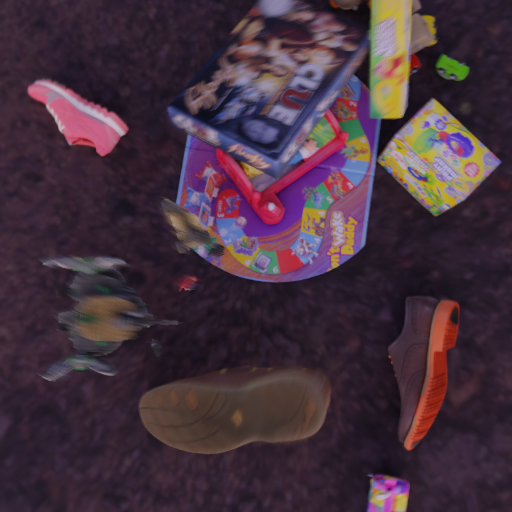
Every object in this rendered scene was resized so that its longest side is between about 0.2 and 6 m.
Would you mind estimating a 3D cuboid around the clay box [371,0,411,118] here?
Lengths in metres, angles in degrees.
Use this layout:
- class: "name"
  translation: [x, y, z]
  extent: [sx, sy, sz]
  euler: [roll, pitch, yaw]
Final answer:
- class: "clay box"
  translation: [2.318, -3.720, 9.570]
  extent: [0.592, 1.428, 2.486]
  euler: [3, 112, 17]

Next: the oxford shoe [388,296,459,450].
- class: "oxford shoe"
  translation: [2.860, 2.058, 10.050]
  extent: [0.987, 0.968, 2.720]
  euler: [14, 90, 35]

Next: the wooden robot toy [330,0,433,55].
- class: "wooden robot toy"
  translation: [2.152, -5.135, 10.784]
  extent: [1.383, 1.343, 3.048]
  euler: [-27, 95, 34]

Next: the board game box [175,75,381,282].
- class: "board game box"
  translation: [0.450, -1.854, 10.357]
  extent: [3.673, 0.905, 4.649]
  euler: [9, 84, 1]

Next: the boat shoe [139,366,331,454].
- class: "boat shoe"
  translation: [-0.351, 2.512, 9.511]
  extent: [3.428, 1.158, 1.234]
  euler: [-11, 96, 23]

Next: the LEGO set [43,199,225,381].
- class: "LEGO set"
  translation: [-2.231, 0.648, 9.704]
  extent: [3.682, 1.043, 2.391]
  euler: [-29, 109, -4]

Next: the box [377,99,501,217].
- class: "box"
  translation: [3.194, -1.695, 10.047]
  extent: [0.959, 1.514, 1.572]
  euler: [-44, 86, -4]

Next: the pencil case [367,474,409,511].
- class: "pencil case"
  translation: [2.212, 4.645, 9.695]
  extent: [0.735, 0.735, 1.664]
  euler: [8, 84, 1]

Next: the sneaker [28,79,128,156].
- class: "sneaker"
  translation: [-3.495, -2.593, 10.545]
  extent: [2.051, 0.756, 0.889]
  euler: [27, 85, 3]

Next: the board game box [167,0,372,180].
- class: "board game box"
  translation: [0.308, -3.161, 9.968]
  extent: [2.228, 0.569, 3.289]
  euler: [29, 70, 15]

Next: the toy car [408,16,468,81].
- class: "toy car"
  translation: [3.438, -3.785, 10.894]
  extent: [1.361, 0.323, 1.446]
  euler: [31, 85, 5]
